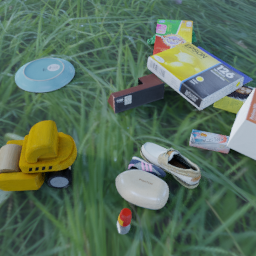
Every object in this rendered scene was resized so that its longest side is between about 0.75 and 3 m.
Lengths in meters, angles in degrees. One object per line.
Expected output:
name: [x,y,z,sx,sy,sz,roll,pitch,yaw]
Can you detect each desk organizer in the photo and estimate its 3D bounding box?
desk organizer: [0.291,-1.386,10.963,2.157,0.773,0.830,-19,47,-18]

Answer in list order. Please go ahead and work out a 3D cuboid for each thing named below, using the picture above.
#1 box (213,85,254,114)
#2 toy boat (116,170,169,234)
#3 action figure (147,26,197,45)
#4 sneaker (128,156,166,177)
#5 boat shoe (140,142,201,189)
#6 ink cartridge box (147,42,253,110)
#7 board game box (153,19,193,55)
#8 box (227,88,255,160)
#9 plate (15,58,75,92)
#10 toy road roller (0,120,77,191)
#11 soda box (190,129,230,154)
box: [4.789,-0.906,10.525,2.864,0.718,1.078,20,50,17]
toy boat: [0.205,2.001,7.750,1.565,0.865,1.862,23,42,15]
action figure: [2.138,-4.477,14.023,2.356,0.644,1.392,-5,47,5]
sneaker: [0.567,1.329,8.639,1.195,0.419,0.490,21,60,25]
boat shoe: [1.321,0.972,8.680,2.122,0.726,0.793,30,50,25]
ink cartridge box: [2.831,-2.299,10.886,2.989,0.702,2.953,-29,55,-23]
board game box: [2.128,-4.078,13.193,1.713,0.452,2.239,5,67,7]
box: [4.795,0.229,8.686,2.760,1.345,1.717,26,50,11]
plate: [-3.664,-2.486,12.317,2.606,0.333,2.606,-1,45,1]
toy road roller: [-2.741,0.729,8.197,2.442,1.782,1.500,-4,46,-4]
soda box: [2.762,0.450,9.398,1.306,0.447,0.415,11,47,10]
